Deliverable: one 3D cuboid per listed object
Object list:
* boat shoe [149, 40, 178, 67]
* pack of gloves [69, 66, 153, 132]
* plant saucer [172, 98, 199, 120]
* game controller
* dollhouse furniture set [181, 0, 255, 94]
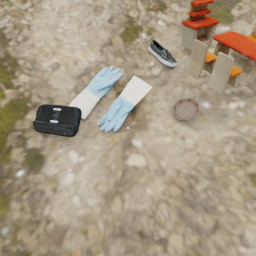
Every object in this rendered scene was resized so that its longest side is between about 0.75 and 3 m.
[{"bbox_3d":[1.147,-2.439,9.148,0.417,0.344,1.215,-30,62,-35],"label":"boat shoe"},{"bbox_3d":[-0.517,-0.840,8.361,1.675,0.393,1.993,35,75,17],"label":"pack of gloves"},{"bbox_3d":[1.670,-0.524,8.071,0.765,0.123,0.765,-9,57,14],"label":"plant saucer"},{"bbox_3d":[-1.907,-0.222,7.486,1.562,0.329,0.815,7,72,29],"label":"game controller"},{"bbox_3d":[2.936,-2.643,8.227,2.943,1.516,2.912,-24,49,-28],"label":"dollhouse furniture set"}]
